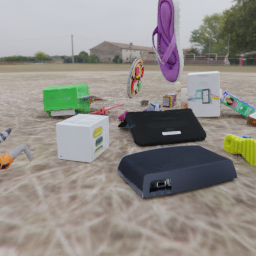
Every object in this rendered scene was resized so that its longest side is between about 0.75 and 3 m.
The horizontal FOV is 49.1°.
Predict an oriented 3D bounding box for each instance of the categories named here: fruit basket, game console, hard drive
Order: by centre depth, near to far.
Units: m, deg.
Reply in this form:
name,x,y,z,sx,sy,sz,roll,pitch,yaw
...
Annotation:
name,x,y,z,sx,sy,sz,roll,pitch,yaw
hard drive,1.064,0.858,6.247,2.323,0.492,1.566,-6,16,-22
game console,1.073,0.118,9.649,2.415,1.405,2.124,-5,45,-15
fruit basket,-2.564,-1.165,12.999,2.770,1.402,2.991,-3,-4,8

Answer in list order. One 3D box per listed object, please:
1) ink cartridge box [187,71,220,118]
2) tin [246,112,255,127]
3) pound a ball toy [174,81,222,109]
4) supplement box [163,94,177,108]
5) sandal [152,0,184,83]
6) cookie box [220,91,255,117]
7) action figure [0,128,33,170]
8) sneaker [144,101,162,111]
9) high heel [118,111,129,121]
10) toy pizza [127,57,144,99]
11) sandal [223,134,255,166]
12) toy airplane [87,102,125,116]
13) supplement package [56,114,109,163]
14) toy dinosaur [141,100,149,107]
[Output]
name,x,y,z,sx,sy,sz,roll,pitch,yaw
ink cartridge box,3.392,-1.521,12.541,1.373,1.880,1.379,-1,14,16
tin,5.540,-0.378,11.304,1.129,0.422,2.017,7,16,41
pound a ball toy,3.395,-1.474,13.684,2.298,0.976,1.499,2,-26,7
supplement box,2.250,-1.494,15.103,0.469,0.605,1.096,6,16,24
sandal,1.212,-2.936,9.526,0.729,2.968,1.208,-23,30,-29
cookie box,4.815,-1.047,12.405,1.371,0.515,1.173,31,18,8
action figure,-3.560,0.632,5.949,2.264,1.184,2.190,8,8,30
sneaker,0.830,-0.620,11.399,0.919,0.781,2.100,-17,3,1
high heel,-0.218,-0.546,12.033,0.470,0.330,0.980,9,27,-7
toy pizza,0.280,-1.560,8.908,0.211,1.333,1.333,15,18,14
sandal,3.264,0.522,7.330,0.732,0.668,1.681,0,16,-15
toy airplane,-1.149,-0.760,12.626,2.115,0.389,2.115,-15,17,5
supplement package,-1.196,0.237,7.676,0.970,0.977,1.287,5,15,17
toy dinosaur,0.881,-1.400,15.265,0.479,0.361,0.937,6,17,-1
